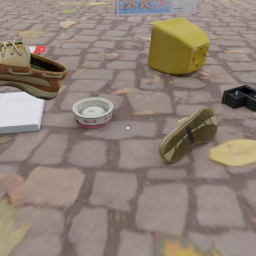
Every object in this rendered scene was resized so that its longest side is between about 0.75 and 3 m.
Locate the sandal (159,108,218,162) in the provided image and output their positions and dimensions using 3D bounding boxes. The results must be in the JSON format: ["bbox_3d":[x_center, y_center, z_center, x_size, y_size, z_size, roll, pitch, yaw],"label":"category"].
[{"bbox_3d":[1.590,0.124,7.587,2.374,0.954,0.641,-30,22,-30],"label":"sandal"}]

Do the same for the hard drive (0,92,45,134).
[{"bbox_3d":[-3.474,-0.550,8.961,1.437,0.291,2.179,-5,34,-8],"label":"hard drive"}]

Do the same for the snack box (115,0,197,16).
[{"bbox_3d":[0.786,-3.534,7.614,2.280,0.820,0.277,-6,32,-11],"label":"snack box"}]

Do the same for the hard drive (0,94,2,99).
[{"bbox_3d":[-5.151,-0.789,9.382,1.637,0.218,1.080,-5,34,-7],"label":"hard drive"}]

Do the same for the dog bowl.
[{"bbox_3d":[-1.066,-0.457,8.668,1.269,0.468,1.269,0,35,0],"label":"dog bowl"}]

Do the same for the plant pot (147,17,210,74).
[{"bbox_3d":[2.247,-3.286,11.747,1.904,1.892,1.948,-27,49,-34],"label":"plant pot"}]

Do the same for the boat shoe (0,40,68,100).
[{"bbox_3d":[-1.948,-1.133,4.741,2.066,0.763,0.782,14,40,-48],"label":"boat shoe"}]

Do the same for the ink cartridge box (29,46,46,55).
[{"bbox_3d":[-4.581,-3.312,12.825,1.659,0.558,0.964,-6,34,-9],"label":"ink cartridge box"}]

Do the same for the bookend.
[{"bbox_3d":[3.916,-0.935,9.355,1.066,0.491,1.059,-16,37,-21],"label":"bookend"}]
